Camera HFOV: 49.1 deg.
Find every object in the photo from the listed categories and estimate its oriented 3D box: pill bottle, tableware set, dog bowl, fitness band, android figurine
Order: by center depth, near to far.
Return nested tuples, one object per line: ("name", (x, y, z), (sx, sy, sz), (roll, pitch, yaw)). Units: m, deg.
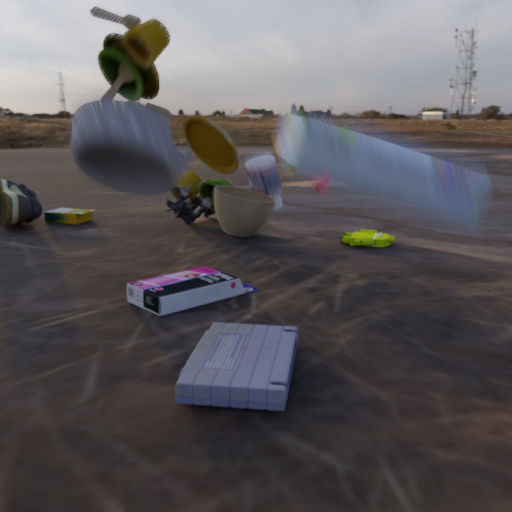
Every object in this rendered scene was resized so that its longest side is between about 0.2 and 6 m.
("dog bowl", (-2.063, -1.657, 9.065), (1.976, 0.579, 1.976), (8, -23, 3))
("fitness band", (1.265, -1.369, 10.034), (0.100, 0.532, 0.382), (44, 0, 2))
("android figurine", (2.006, -0.309, 10.035), (0.934, 0.192, 0.850), (3, 14, 19))
("tableware set", (-1.741, -2.564, 11.163), (3.045, 4.520, 0.694), (25, 61, 28))
("pill bottle", (0.187, -1.446, 11.272), (0.615, 1.028, 0.615), (-13, 23, 6))

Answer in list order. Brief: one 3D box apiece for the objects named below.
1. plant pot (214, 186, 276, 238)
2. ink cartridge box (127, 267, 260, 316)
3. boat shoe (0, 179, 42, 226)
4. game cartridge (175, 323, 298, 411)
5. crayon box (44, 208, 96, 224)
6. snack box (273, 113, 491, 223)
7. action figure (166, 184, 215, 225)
("plant pot", (-0.285, -0.799, 10.585), (1.170, 0.786, 1.170), (12, 15, -3))
("ink cartridge box", (-0.757, 0.395, 6.998), (1.548, 0.287, 0.733), (-9, 16, -42))
("boat shoe", (-5.124, -1.104, 12.060), (0.824, 0.896, 2.508), (4, 10, -29))
("game cartridge", (-0.122, 0.924, 4.868), (0.888, 0.263, 1.370), (-2, 13, 9))
("crayon box", (-4.021, -0.866, 12.193), (0.949, 0.245, 0.596), (4, 14, 17))
("snack box", (1.408, -1.105, 6.745), (2.220, 0.588, 1.579), (16, 12, -9))
("action figure", (-1.386, -1.120, 12.128), (0.841, 0.722, 1.416), (38, 20, 12))
